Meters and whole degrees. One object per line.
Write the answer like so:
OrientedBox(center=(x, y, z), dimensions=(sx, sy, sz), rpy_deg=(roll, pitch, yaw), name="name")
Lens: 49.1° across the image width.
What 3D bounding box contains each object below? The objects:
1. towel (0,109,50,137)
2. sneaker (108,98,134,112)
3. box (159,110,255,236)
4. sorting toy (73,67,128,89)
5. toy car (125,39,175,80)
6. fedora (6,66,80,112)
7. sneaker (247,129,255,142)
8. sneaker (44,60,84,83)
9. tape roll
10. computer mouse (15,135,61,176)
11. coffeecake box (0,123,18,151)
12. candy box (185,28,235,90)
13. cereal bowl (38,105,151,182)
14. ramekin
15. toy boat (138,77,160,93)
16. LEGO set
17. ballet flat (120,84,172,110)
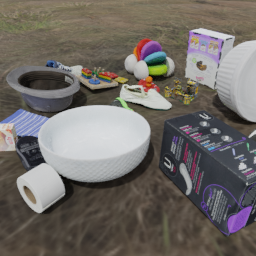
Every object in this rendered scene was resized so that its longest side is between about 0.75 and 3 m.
OrientedBox(center=(-3.514, -0.147, 9.766), dimensions=(1.788, 0.213, 1.294), rpy_deg=(15, 36, 21), name="towel")
OrientedBox(center=(-0.198, -0.416, 9.923), dimensions=(0.761, 0.697, 1.816), rpy_deg=(-29, 37, -8), name="sneaker")
OrientedBox(center=(2.095, 0.912, 6.768), dimensions=(1.399, 1.613, 2.638), rpy_deg=(-14, 36, -27), name="box")
OrientedBox(center=(-1.276, -2.268, 12.392), dimensions=(2.869, 0.485, 1.383), rpy_deg=(-14, 37, -37), name="sorting toy")
OrientedBox(center=(1.039, -3.331, 13.341), dimensions=(1.988, 1.704, 2.272), rpy_deg=(-13, 35, -21), name="toy car")
OrientedBox(center=(-3.184, -1.411, 10.809), dimensions=(2.645, 1.194, 2.339), rpy_deg=(6, 34, -4), name="fedora")
OrientedBox(center=(4.741, 0.484, 8.063), dimensions=(2.837, 1.048, 1.125), rpy_deg=(-3, 41, -2), name="sneaker")
OrientedBox(center=(-3.015, -2.417, 12.366), dimensions=(1.105, 1.221, 2.867), rpy_deg=(23, 38, 31), name="sneaker")
OrientedBox(center=(-2.056, 1.411, 6.634), dimensions=(0.975, 0.975, 0.669), rpy_deg=(23, 40, 32), name="tape roll")
OrientedBox(center=(-2.643, 0.937, 7.921), dimensions=(1.246, 0.474, 1.800), rpy_deg=(-17, 48, -28), name="computer mouse")
OrientedBox(center=(-3.950, 0.299, 8.527), dimensions=(1.031, 0.791, 0.377), rpy_deg=(-3, 33, -5), name="coffeecake box")
OrientedBox(center=(3.556, -3.096, 12.490), dimensions=(0.792, 2.214, 1.857), rpy_deg=(-22, 39, -30), name="candy box")
OrientedBox(center=(-0.880, 0.506, 7.736), dimensions=(2.949, 1.228, 2.949), rpy_deg=(1, 30, 0), name="cereal bowl")
OrientedBox(center=(4.495, -1.752, 9.974), dimensions=(2.923, 2.923, 1.361), rpy_deg=(-13, 24, -19), name="ramekin")
OrientedBox(center=(0.880, -1.858, 11.957), dimensions=(0.713, 0.715, 1.093), rpy_deg=(-14, 35, -21), name="toy boat")
OrientedBox(center=(2.224, -1.658, 11.534), dimensions=(1.109, 0.835, 1.442), rpy_deg=(-24, 40, -33), name="LEGO set")
OrientedBox(center=(0.656, -1.257, 11.027), dimensions=(2.204, 0.765, 0.765), rpy_deg=(16, 36, 23), name="ballet flat")
